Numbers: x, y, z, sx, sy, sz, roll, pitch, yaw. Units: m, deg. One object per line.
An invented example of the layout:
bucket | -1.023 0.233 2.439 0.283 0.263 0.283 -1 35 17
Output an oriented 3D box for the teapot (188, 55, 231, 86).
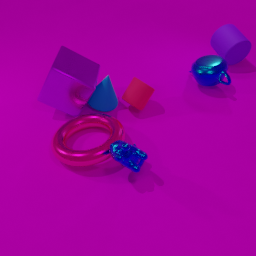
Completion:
teapot | 2.785 -1.943 9.747 1.222 0.963 1.966 -30 40 -20

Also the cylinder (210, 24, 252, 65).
cylinder | 3.954 -3.221 10.829 1.130 1.130 1.130 -14 56 -14

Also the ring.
ring | -1.090 0.267 7.685 2.047 0.409 2.047 -6 37 4

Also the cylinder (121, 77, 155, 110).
cylinder | 0.319 -1.078 8.801 0.784 0.784 0.784 31 9 -5

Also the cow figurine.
cow figurine | -0.011 0.649 6.878 0.664 1.210 1.191 -59 27 -3

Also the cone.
cone | -0.718 -1.261 8.865 1.055 1.059 1.055 9 47 -10

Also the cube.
cube | -1.799 -1.415 8.655 1.350 1.350 1.350 24 40 -18
